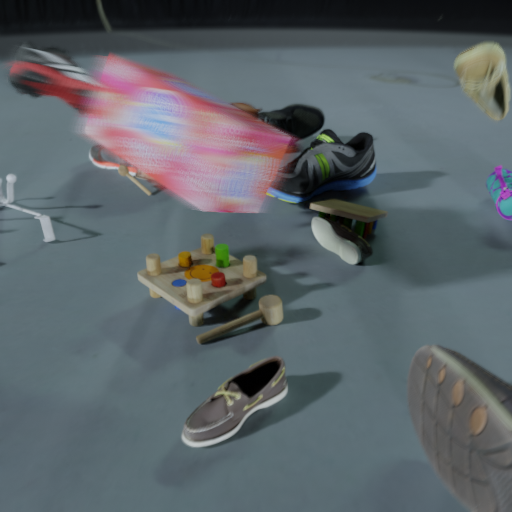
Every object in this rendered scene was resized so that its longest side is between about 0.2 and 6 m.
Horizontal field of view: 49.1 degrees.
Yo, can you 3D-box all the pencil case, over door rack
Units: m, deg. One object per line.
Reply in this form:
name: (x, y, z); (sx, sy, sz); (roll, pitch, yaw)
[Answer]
pencil case: (5.706, -1.443, 12.757); (0.707, 0.768, 1.662); (-21, 19, 22)
over door rack: (-5.798, -0.886, 11.493); (2.202, 0.993, 2.981); (-23, 36, -35)

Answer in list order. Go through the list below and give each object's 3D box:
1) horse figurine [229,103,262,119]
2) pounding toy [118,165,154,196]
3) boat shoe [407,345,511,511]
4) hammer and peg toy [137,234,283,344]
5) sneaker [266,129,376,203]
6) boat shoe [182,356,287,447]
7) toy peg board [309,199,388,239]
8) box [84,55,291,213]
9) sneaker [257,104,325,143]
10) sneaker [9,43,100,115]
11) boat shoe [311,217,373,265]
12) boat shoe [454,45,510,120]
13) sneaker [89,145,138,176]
horse figurine: (-1.234, -2.233, 10.372); (2.404, 1.593, 0.600); (17, 4, 21)
pounding toy: (-2.528, -1.970, 14.082); (1.814, 1.040, 1.037); (5, -1, -10)
boat shoe: (2.839, 2.175, 5.733); (1.230, 1.250, 3.357); (-1, 33, -26)
hammer and peg toy: (-0.711, 0.472, 9.105); (1.665, 0.798, 2.263); (-23, 35, -36)
sneaker: (1.370, -2.232, 13.404); (3.721, 1.542, 1.319); (-17, 31, -29)
boat shoe: (-0.247, 1.777, 6.987); (1.628, 0.485, 0.585); (-22, 35, -36)
toy peg board: (1.905, -0.716, 11.738); (1.284, 0.628, 1.278); (17, 17, 27)
box: (-1.143, -1.933, 8.959); (2.939, 1.403, 1.465); (34, 21, 27)
sneaker: (0.514, -3.752, 16.725); (3.125, 1.195, 1.790); (-2, 30, 3)
sneaker: (-3.421, -3.230, 10.198); (2.052, 0.725, 1.002); (11, 60, -42)
boat shoe: (1.651, -0.342, 10.959); (0.454, 0.543, 1.519); (-16, 38, -27)
boat shoe: (3.698, -2.752, 8.976); (0.704, 0.607, 1.930); (-18, -15, 27)
sneaker: (-3.715, -2.882, 15.214); (2.390, 0.979, 0.921); (21, 35, 37)
